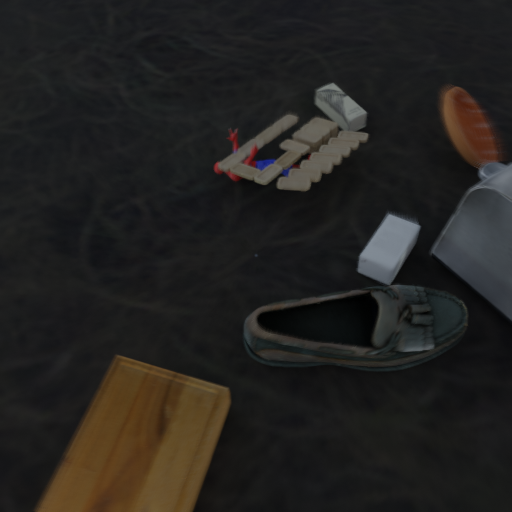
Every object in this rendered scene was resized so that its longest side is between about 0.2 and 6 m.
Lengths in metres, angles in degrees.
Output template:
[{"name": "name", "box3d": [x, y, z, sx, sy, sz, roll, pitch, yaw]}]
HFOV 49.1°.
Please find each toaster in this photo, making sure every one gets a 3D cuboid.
[{"name": "toaster", "box3d": [4.930, -0.171, 7.844, 3.315, 2.175, 3.666, -31, 60, -20]}]

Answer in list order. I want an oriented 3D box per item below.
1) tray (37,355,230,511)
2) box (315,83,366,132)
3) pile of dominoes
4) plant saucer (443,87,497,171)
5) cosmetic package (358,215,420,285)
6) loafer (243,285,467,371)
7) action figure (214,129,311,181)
[{"name": "tray", "box3d": [-1.588, 2.869, 6.565, 1.590, 0.597, 3.224, 14, 54, 10]}, {"name": "box", "box3d": [1.653, -2.900, 11.007, 0.448, 0.373, 1.090, -29, 59, -18]}, {"name": "pile of dominoes", "box3d": [0.706, -1.739, 9.863, 1.755, 0.359, 2.252, 25, 51, 31]}, {"name": "plant saucer", "box3d": [3.805, -2.244, 10.041, 1.624, 0.262, 1.624, 23, 55, -38]}, {"name": "cosmetic package", "box3d": [2.099, -0.113, 8.838, 0.557, 0.391, 1.099, 25, 52, 23]}, {"name": "loafer", "box3d": [1.392, 0.962, 7.612, 3.158, 0.993, 1.135, -6, 68, -1]}, {"name": "action figure", "box3d": [0.127, -1.776, 9.858, 1.760, 0.871, 0.574, -5, 30, -2]}]
